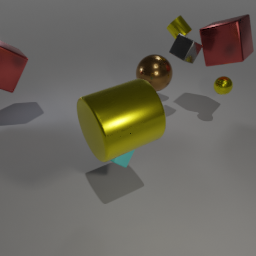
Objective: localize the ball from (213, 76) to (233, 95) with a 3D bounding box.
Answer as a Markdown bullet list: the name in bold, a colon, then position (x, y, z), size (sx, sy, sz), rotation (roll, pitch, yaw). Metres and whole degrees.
- **ball**: position (3.573, -1.592, 10.517), size (0.700, 0.700, 0.700), rotation (0, 31, 0)

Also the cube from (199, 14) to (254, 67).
- **cube**: position (3.646, -3.205, 10.309), size (1.400, 1.400, 1.400), rotation (1, 26, 39)

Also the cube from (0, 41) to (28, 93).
- **cube**: position (-4.648, -2.311, 9.994), size (1.400, 1.400, 1.400), rotation (20, 14, -41)

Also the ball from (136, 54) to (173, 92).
- **ball**: position (0.996, -2.084, 10.667), size (1.400, 1.400, 1.400), rotation (0, 31, 0)

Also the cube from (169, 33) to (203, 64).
- **cube**: position (1.991, -2.722, 9.649), size (0.700, 0.700, 0.700), rotation (41, 25, 30)

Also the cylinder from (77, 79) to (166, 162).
- **cylinder**: position (-0.163, -0.180, 5.885), size (1.400, 1.400, 1.400), rotation (-22, 37, -23)

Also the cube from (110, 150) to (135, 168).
- **cube**: position (-0.316, 0.556, 7.507), size (0.700, 0.700, 0.700), rotation (22, 82, 32)

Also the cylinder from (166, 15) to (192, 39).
- **cylinder**: position (1.930, -3.735, 10.564), size (0.700, 0.700, 0.700), rotation (50, 40, -4)
